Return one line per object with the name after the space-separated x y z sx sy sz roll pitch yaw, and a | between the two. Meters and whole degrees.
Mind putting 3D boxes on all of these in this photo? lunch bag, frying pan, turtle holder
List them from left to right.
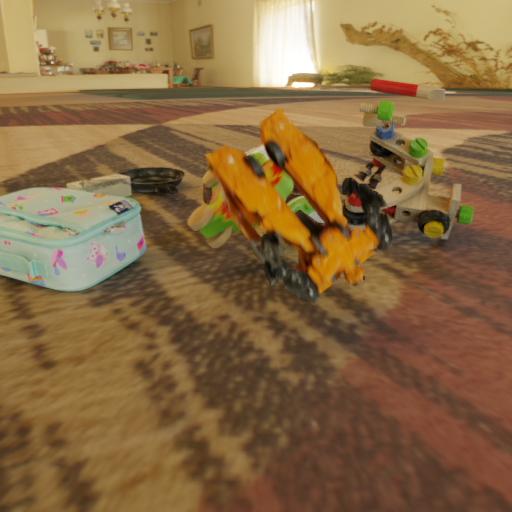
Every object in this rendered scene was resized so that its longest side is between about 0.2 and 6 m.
-3.033 -0.332 8.348 2.498 0.963 2.003 9 22 24 | lunch bag
-2.069 -1.664 12.735 2.589 0.421 1.566 20 29 39 | frying pan
0.720 -0.499 9.220 0.833 1.096 0.778 28 13 -20 | turtle holder

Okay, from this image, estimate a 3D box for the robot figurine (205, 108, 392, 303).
0.485 -0.532 6.278 1.568 2.163 0.630 -35 -12 -8 | robot figurine

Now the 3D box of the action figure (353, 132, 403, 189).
2.483 -1.930 11.003 0.786 1.208 0.419 35 10 -16 | action figure

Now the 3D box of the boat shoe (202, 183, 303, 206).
0.279 -1.349 11.017 2.774 0.998 1.001 -6 21 -15 | boat shoe

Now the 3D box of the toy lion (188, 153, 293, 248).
-0.137 -0.931 8.049 1.619 0.580 1.689 -26 33 29 | toy lion

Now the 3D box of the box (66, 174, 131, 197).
-3.346 -1.412 11.992 0.535 0.446 1.303 15 25 34 | box

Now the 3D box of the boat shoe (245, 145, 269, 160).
-0.032 -2.785 15.686 0.525 0.552 1.532 11 33 25 | boat shoe

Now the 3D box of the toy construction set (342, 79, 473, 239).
2.743 -1.494 9.484 2.051 2.670 2.227 14 32 20 | toy construction set
